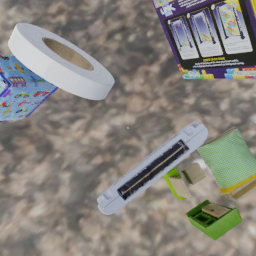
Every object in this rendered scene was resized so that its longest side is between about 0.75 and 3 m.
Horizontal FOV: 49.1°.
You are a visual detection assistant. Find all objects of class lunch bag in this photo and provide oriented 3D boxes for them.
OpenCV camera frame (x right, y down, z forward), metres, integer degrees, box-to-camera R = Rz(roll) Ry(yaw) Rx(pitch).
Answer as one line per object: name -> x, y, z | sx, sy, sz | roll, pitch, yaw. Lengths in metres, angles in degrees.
lunch bag -> -2.388, -0.579, 5.687 | 1.715, 1.291, 0.807 | -46, 75, 30

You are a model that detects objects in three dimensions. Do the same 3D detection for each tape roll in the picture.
tape roll -> -1.082, -1.139, 4.775 | 1.851, 1.851, 0.338 | 38, 109, 11

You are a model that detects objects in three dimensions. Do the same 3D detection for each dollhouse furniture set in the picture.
dollhouse furniture set -> 2.018, 0.981, 5.755 | 2.121, 1.064, 1.389 | -29, 91, -13

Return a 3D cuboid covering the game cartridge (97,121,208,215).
game cartridge -> 0.422, 0.655, 4.848 | 2.039, 1.357, 0.417 | -39, 88, 2

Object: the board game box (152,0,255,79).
board game box -> 1.836, -2.193, 5.908 | 0.778, 2.743, 2.268 | -32, 111, -17
